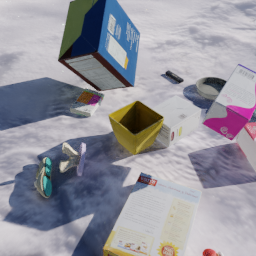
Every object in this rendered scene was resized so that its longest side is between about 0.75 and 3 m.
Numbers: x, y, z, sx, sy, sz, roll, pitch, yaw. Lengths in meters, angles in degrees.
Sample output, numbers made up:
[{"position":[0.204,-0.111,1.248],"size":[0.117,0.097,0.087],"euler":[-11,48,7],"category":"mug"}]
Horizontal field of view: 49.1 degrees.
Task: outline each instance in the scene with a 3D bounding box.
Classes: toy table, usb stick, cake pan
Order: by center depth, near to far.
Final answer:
[{"position":[-1.810,0.973,9.117],"size":[0.714,1.121,1.220],"euler":[10,32,-16],"category":"toy table"},{"position":[3.928,-1.814,12.845],"size":[1.655,0.304,1.655],"euler":[0,41,0],"category":"cake pan"},{"position":[2.281,-2.535,13.780],"size":[0.313,0.184,1.128],"euler":[-24,46,-26],"category":"usb stick"}]

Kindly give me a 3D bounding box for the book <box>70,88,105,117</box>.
[{"position":[-1.708,-1.100,12.018],"size":[0.956,0.344,1.431],"euler":[15,44,14],"category":"book"}]

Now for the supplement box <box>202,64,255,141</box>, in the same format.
[{"position":[3.154,-0.788,8.225],"size":[1.034,1.056,2.043],"euler":[33,53,13],"category":"supplement box"}]

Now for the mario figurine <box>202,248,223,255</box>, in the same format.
[{"position":[2.177,3.403,6.819],"size":[0.594,0.510,0.963],"euler":[9,36,-50],"category":"mario figurine"}]

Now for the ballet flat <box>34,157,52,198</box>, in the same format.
[{"position":[-2.679,1.602,8.804],"size":[0.539,0.539,1.553],"euler":[-5,39,-6],"category":"ballet flat"}]

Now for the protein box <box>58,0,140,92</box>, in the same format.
[{"position":[-1.037,-3.441,11.667],"size":[1.916,2.840,2.819],"euler":[-3,70,28],"category":"protein box"}]

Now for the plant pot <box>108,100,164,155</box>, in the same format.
[{"position":[0.284,0.062,9.938],"size":[1.413,1.246,1.413],"euler":[-30,49,-29],"category":"plant pot"}]

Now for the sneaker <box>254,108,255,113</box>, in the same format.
[{"position":[5.858,-1.406,11.931],"size":[1.673,0.929,2.391],"euler":[-6,53,-25],"category":"sneaker"}]

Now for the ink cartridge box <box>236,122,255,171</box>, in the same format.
[{"position":[5.192,0.560,9.589],"size":[2.255,0.933,1.652],"euler":[-6,41,-7],"category":"ink cartridge box"}]

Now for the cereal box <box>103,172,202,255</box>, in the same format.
[{"position":[0.759,2.546,7.584],"size":[1.921,0.528,2.670],"euler":[16,43,18],"category":"cereal box"}]

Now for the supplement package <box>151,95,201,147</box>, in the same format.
[{"position":[1.683,-0.294,10.581],"size":[1.679,0.931,1.308],"euler":[-29,48,-28],"category":"supplement package"}]
